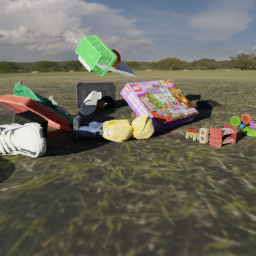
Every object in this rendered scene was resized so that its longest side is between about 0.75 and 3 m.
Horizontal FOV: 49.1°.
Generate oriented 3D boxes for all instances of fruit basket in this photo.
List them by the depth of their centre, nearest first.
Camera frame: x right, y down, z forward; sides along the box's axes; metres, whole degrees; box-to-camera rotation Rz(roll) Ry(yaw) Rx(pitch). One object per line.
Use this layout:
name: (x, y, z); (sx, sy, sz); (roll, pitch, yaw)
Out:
fruit basket: (-0.973, -3.009, 12.367); (2.348, 1.188, 2.535); (49, 22, 23)

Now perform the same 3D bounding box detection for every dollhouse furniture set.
dollhouse furniture set: (2.670, 0.148, 9.066); (0.766, 0.579, 1.424); (-10, 17, -35)

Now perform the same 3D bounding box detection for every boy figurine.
boy figurine: (-0.450, -0.004, 9.225); (2.627, 0.846, 1.633); (-2, 11, 3)

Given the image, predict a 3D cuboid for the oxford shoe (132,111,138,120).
oxford shoe: (1.067, -0.851, 12.463); (1.110, 0.956, 2.630); (7, 15, 34)

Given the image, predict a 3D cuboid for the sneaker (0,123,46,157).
sneaker: (-3.288, 0.374, 7.367); (1.556, 0.954, 2.391); (-14, 19, -41)

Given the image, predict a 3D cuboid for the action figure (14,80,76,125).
action figure: (-3.206, -0.882, 11.174); (2.678, 0.732, 1.582); (32, -21, -13)

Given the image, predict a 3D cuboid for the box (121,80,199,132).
box: (1.360, -0.983, 11.262); (2.978, 0.582, 2.038); (-15, 61, -47)

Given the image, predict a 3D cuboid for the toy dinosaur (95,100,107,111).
toy dinosaur: (-1.445, -1.130, 14.506); (0.797, 0.540, 0.342); (-2, -3, 6)

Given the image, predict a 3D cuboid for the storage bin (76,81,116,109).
storage bin: (-1.793, -1.847, 15.545); (2.107, 1.425, 0.988); (-3, 13, -11)

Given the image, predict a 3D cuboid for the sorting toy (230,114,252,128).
sorting toy: (4.510, -0.279, 11.043); (0.346, 0.507, 0.843); (-12, 0, -43)

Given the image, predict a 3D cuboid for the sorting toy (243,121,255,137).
sorting toy: (4.973, -0.088, 9.720); (1.781, 0.731, 1.070); (9, 16, 34)

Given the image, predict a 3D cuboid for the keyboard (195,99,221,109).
keyboard: (4.508, -1.334, 16.104); (1.819, 0.360, 0.947); (-12, 41, -44)

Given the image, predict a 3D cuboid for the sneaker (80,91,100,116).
sneaker: (-2.051, -0.996, 14.102); (0.662, 1.061, 1.800); (36, 40, -11)

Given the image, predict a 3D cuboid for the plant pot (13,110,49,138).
plant pot: (-3.127, 0.012, 9.107); (0.830, 0.936, 0.934); (13, 15, 7)

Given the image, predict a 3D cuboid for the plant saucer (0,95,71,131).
plant saucer: (-3.399, -0.612, 10.259); (2.144, 0.394, 2.148); (12, -17, 41)
